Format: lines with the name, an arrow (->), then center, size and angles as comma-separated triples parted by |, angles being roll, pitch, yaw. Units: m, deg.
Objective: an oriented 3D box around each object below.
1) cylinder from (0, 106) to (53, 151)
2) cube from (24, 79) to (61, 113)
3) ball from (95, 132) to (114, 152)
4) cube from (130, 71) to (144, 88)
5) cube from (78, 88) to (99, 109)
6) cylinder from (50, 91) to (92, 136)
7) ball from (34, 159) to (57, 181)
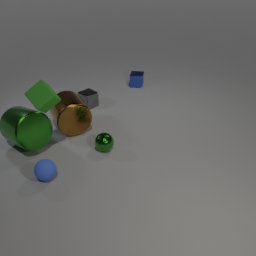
cylinder -> -3.690, -0.010, 10.132 | 1.400, 1.400, 1.400 | 15, 34, 43
cube -> -2.683, -0.987, 8.871 | 0.700, 0.700, 0.700 | -40, 85, -1
ball -> -0.861, 0.511, 10.198 | 0.700, 0.700, 0.700 | 0, 33, 0
cube -> 0.479, -2.614, 15.085 | 0.700, 0.700, 0.700 | 5, 33, 7
cube -> -1.855, -1.358, 13.106 | 0.700, 0.700, 0.700 | 27, 41, 34
cylinder -> -2.324, -0.611, 11.292 | 1.400, 1.400, 1.400 | -15, 35, -21
ball -> -2.631, 1.335, 8.912 | 0.700, 0.700, 0.700 | 0, 33, 0
